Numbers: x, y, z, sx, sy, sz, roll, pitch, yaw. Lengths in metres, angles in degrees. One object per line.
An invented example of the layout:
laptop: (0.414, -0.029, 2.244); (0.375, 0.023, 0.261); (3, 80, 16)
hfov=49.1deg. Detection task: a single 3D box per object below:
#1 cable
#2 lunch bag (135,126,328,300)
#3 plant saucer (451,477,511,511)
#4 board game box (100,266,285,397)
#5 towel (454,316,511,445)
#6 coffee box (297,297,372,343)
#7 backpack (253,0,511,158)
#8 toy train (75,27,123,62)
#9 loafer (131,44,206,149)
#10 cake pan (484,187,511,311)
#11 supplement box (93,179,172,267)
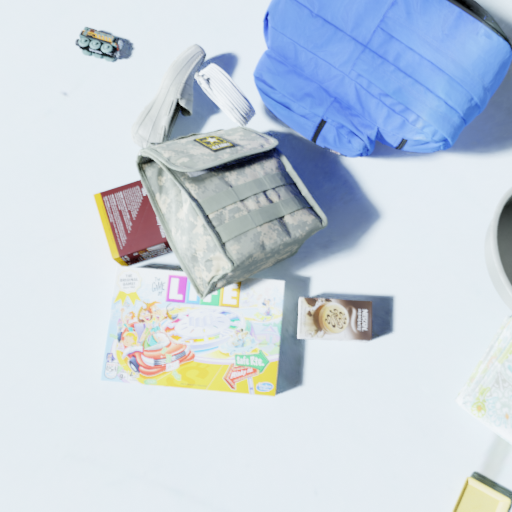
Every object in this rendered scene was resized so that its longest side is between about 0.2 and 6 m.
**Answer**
cable: (-0.451, -2.449, 8.580); (0.365, 1.054, 1.054); (-45, 101, 4)
lunch bag: (-0.439, -0.911, 8.412); (1.970, 1.412, 2.402); (-24, 76, -36)
plant saucer: (3.287, 3.758, 8.311); (0.721, 0.175, 0.720); (28, 80, 6)
board game box: (-0.946, 1.170, 8.724); (2.648, 0.453, 1.780); (5, 78, 1)
towel: (4.304, 2.122, 8.518); (2.041, 0.491, 1.747); (36, 81, 8)
coffee box: (1.219, 1.006, 8.770); (1.125, 0.449, 0.636); (2, 78, 1)
backpack: (1.846, -2.824, 8.565); (3.307, 2.687, 2.775); (30, 106, 4)
toy train: (-2.766, -3.745, 9.887); (0.808, 0.344, 0.460); (16, 69, 4)
loafer: (-1.347, -2.627, 9.479); (0.702, 0.703, 2.012); (30, 87, 2)
cake pan: (4.711, 0.058, 8.669); (2.692, 0.494, 2.692); (4, 70, -12)
supplement box: (-1.826, -0.547, 8.958); (1.125, 0.747, 1.109); (-19, 78, -4)
